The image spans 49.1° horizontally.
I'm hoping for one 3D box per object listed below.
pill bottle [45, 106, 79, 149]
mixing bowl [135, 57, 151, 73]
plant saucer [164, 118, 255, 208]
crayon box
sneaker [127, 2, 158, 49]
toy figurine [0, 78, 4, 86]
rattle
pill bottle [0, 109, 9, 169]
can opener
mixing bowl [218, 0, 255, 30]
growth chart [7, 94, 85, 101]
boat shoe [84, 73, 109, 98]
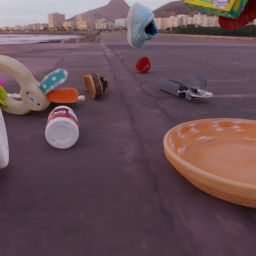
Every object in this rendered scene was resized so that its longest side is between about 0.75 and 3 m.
[{"bbox_3d":[-1.492,-0.069,6.387,0.693,0.693,1.214,-4,20,-11],"label":"pill bottle"},{"bbox_3d":[0.931,-3.454,15.674,0.948,0.948,0.514,22,-9,46],"label":"mixing bowl"},{"bbox_3d":[2.130,0.522,4.986,2.992,0.560,2.992,0,19,0],"label":"plant saucer"},{"bbox_3d":[1.831,-2.748,5.698,0.368,0.751,1.264,13,18,-43],"label":"crayon box"},{"bbox_3d":[0.546,-3.195,9.502,0.944,0.852,2.305,38,-3,12],"label":"sneaker"},{"bbox_3d":[-5.532,-1.667,10.507,1.579,1.288,1.716,19,48,22],"label":"toy figurine"},{"bbox_3d":[-3.041,-0.769,7.257,2.855,1.859,2.040,18,25,14],"label":"rattle"},{"bbox_3d":[-3.162,0.264,4.471,2.180,1.194,1.194,-9,22,-17],"label":"pill bottle"},{"bbox_3d":[2.060,-1.657,10.371,0.758,0.951,2.843,-8,21,-20],"label":"can opener"},{"bbox_3d":[3.347,-3.818,8.510,1.463,0.792,1.463,-11,-22,-4],"label":"mixing bowl"},{"bbox_3d":[-2.919,-1.004,9.067,2.643,0.234,1.913,3,4,21],"label":"growth chart"},{"bbox_3d":[-1.159,-1.703,10.664,0.833,0.834,2.369,-8,21,-12],"label":"boat shoe"}]
